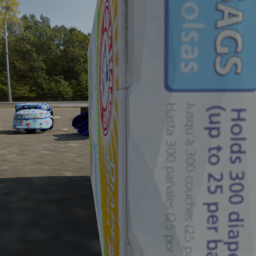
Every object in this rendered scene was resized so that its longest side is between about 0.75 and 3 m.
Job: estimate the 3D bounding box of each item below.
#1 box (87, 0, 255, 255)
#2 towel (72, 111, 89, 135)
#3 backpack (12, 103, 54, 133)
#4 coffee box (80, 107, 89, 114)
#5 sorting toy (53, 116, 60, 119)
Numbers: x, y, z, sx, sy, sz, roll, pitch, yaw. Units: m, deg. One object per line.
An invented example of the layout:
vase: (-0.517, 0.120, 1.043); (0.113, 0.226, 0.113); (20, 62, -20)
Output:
box: (0.414, -0.037, 1.996); (1.318, 1.462, 2.600); (-1, 6, -10)
towel: (-0.010, -0.357, 7.893); (2.627, 0.651, 1.940); (-9, -9, -42)
backpack: (-2.836, -0.299, 8.318); (1.184, 0.872, 1.297); (0, 6, -8)
coffee box: (-1.681, -0.803, 14.911); (0.950, 0.671, 1.681); (2, 6, 26)
sorting toy: (-4.442, -0.593, 15.434); (1.130, 0.166, 0.835); (1, 5, 5)
